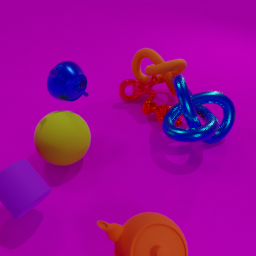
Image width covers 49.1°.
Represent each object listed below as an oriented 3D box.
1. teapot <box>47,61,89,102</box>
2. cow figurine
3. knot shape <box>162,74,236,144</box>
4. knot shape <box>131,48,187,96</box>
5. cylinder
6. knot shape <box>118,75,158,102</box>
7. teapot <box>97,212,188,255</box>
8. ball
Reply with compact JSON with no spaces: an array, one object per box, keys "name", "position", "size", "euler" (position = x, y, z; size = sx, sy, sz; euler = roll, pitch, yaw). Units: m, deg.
[{"name":"teapot","position":[-1.291,-0.976,6.072],"size":[0.721,1.473,0.916],"euler":[35,92,25]},{"name":"cow figurine","position":[0.936,-0.478,7.669],"size":[1.069,0.587,1.052],"euler":[4,26,-21]},{"name":"knot shape","position":[1.792,-0.337,6.809],"size":[1.845,0.911,1.972],"euler":[16,54,-17]},{"name":"knot shape","position":[0.982,-1.620,8.006],"size":[1.755,1.642,0.811],"euler":[28,83,-12]},{"name":"cylinder","position":[-1.929,1.090,5.053],"size":[0.773,0.773,0.773],"euler":[49,53,5]},{"name":"knot shape","position":[0.421,-1.152,8.317],"size":[1.233,0.570,1.153],"euler":[-12,-6,28]},{"name":"teapot","position":[0.332,1.810,4.155],"size":[1.842,0.902,1.145],"euler":[27,68,-2]},{"name":"ball","position":[-1.447,0.220,6.221],"size":[1.216,1.216,1.216],"euler":[0,40,0]}]
